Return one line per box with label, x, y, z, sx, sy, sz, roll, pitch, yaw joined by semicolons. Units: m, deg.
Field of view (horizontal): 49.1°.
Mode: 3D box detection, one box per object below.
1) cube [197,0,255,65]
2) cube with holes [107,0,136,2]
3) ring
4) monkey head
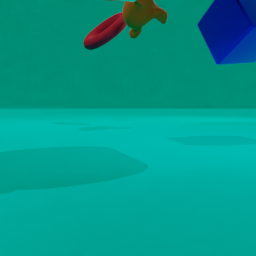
cube;2.046;-1.839;5.029;0.981;0.981;0.981;-9;-22;-24
cube with holes;-0.587;-2.074;3.059;1.163;1.163;1.163;-2;25;-17
ring;-0.781;-3.409;9.850;1.875;0.375;1.875;-28;30;18
monkey head;0.443;-3.203;7.929;1.174;0.984;1.632;39;-16;14
